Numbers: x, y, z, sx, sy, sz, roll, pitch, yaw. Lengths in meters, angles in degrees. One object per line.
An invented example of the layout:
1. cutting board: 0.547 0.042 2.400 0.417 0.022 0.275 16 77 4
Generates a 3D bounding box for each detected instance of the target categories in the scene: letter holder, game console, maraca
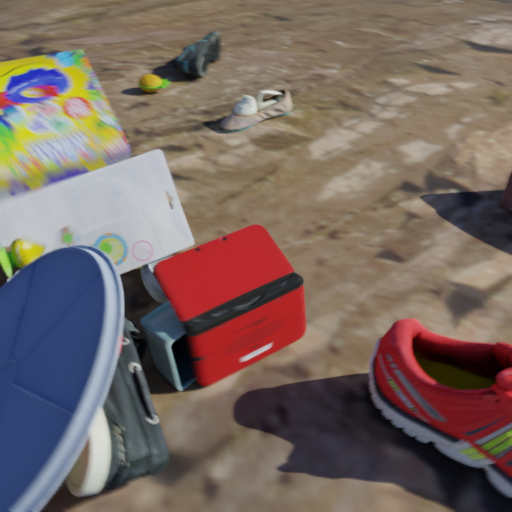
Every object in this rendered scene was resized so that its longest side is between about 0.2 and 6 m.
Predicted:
1. letter holder: 4.889 -1.037 8.472 0.909 1.285 1.808 -27 47 -29
2. game console: -0.276 0.558 6.618 1.520 1.310 0.902 -23 35 -25
3. maraca: -2.328 -3.902 12.685 0.710 0.380 0.487 3 48 0

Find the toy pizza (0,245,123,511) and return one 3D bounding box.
1. toy pizza: -2.206 1.247 5.307 2.961 0.469 2.961 -24 47 29

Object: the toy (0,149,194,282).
1. toy: -2.191 -0.369 7.420 2.390 1.376 0.564 -24 15 -20

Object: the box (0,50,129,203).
1. box: -3.426 -1.804 8.753 2.238 1.365 2.155 -20 68 -23

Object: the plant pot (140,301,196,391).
1. plant pot: -0.922 0.935 6.532 0.771 0.755 0.757 25 45 37

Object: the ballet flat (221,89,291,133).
1. ballet flat: -0.008 -3.052 11.484 1.725 0.580 0.587 -28 47 -29

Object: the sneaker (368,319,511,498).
1. sneaker: 2.515 1.520 5.341 3.048 1.294 1.174 20 43 23

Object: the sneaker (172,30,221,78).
1. sneaker: -1.413 -5.050 13.795 0.792 0.754 1.999 8 40 12

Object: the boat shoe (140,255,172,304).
1. boat shoe: -0.764 0.356 7.166 0.733 0.748 2.101 -31 45 -33

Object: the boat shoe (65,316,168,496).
1. boat shoe: -1.628 1.146 6.072 0.992 1.118 2.992 10 26 -32
